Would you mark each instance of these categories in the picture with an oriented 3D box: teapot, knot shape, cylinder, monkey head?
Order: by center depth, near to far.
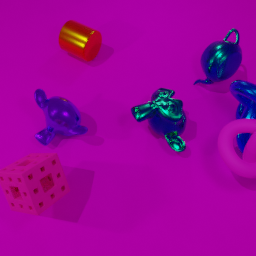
[{"bbox_3d":[2.781,0.384,5.871,1.808,1.932,0.893,-6,17,-6],"label":"knot shape"},{"bbox_3d":[3.041,-0.201,6.669,0.940,2.034,1.904,-8,90,24],"label":"knot shape"},{"bbox_3d":[-1.781,-0.168,6.932,1.646,0.992,1.184,40,63,7],"label":"monkey head"},{"bbox_3d":[0.751,-0.261,6.951,1.362,1.141,1.893,-18,50,-13],"label":"monkey head"},{"bbox_3d":[2.424,-1.808,7.598,1.137,1.829,0.895,4,36,-40],"label":"teapot"},{"bbox_3d":[-1.425,-2.624,8.425,0.952,0.952,0.952,28,64,15],"label":"cylinder"}]

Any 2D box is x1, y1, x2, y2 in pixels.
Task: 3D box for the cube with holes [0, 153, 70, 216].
[{"bbox_3d":[-1.932,1.109,5.762,0.894,0.894,0.894,-4,18,36],"label":"cube with holes"}]
